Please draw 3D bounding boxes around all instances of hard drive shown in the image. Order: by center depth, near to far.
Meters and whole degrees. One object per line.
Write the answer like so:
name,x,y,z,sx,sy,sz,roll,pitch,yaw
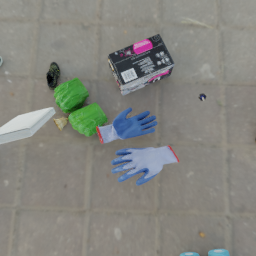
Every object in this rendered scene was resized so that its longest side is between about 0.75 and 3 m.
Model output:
hard drive,-3.280,-0.098,8.794,1.431,2.170,0.285,-13,108,8

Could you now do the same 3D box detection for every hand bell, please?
hand bell,-2.178,-0.367,10.315,1.004,0.523,0.523,-34,79,-19

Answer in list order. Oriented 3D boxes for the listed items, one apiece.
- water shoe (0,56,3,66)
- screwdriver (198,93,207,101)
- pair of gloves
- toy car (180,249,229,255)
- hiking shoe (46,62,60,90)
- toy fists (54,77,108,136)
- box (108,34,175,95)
water shoe,-5.435,-2.394,10.666,1.305,0.515,0.467,-30,79,-6
screwdriver,2.157,-0.850,8.162,0.248,1.705,0.238,-41,89,21
pair of gloves,0.253,0.502,9.382,2.286,0.324,2.844,-16,58,-21
toy car,2.573,4.865,8.219,1.914,2.164,1.995,-5,77,-1
hiking shoe,-2.831,-2.028,10.563,0.420,0.558,1.109,0,78,0
toy fists,-1.801,-0.713,10.177,1.170,0.789,2.295,-32,78,-18
box,0.462,-2.270,10.309,2.040,1.170,1.348,-24,80,-4
